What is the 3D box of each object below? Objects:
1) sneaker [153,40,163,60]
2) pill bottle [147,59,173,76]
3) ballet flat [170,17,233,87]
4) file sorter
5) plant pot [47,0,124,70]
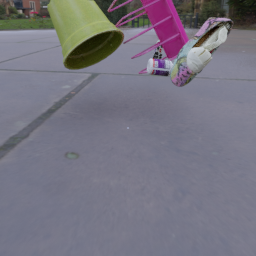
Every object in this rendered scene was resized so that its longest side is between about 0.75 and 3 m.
[{"bbox_3d":[1.425,-3.581,13.073,0.422,1.047,0.437,12,26,-3],"label":"sneaker"},{"bbox_3d":[0.983,-1.752,8.157,0.808,0.455,0.455,4,23,-11],"label":"pill bottle"},{"bbox_3d":[1.759,-1.833,6.495,2.085,0.721,0.742,-52,27,-14],"label":"ballet flat"},{"bbox_3d":[0.655,-3.397,9.729,1.664,2.653,1.843,-31,14,-9],"label":"file sorter"},{"bbox_3d":[-1.651,-3.602,9.837,2.355,2.165,2.355,-28,-5,-3],"label":"plant pot"}]
